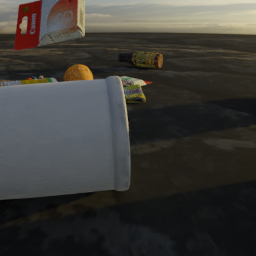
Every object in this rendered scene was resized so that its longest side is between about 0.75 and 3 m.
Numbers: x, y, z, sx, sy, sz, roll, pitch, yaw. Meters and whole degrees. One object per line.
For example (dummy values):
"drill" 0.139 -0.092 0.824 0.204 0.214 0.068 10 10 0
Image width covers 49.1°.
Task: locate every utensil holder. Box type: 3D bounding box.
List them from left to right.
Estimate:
"utensil holder" -1.246 0.163 4.767 2.337 1.986 1.986 -4 23 -7

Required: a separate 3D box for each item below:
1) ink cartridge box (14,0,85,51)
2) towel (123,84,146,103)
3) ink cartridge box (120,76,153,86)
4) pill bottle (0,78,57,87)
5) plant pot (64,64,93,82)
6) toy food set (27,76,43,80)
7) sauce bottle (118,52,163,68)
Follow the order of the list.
"ink cartridge box" -2.449 -3.433 8.403 2.324 1.885 0.583 -7 -21 10
"towel" -0.143 -1.317 10.588 1.489 0.236 2.074 -1 23 -1
"ink cartridge box" 0.316 -2.119 12.457 1.023 0.318 1.271 21 32 40
"pill bottle" -3.017 -0.622 7.546 2.274 1.263 1.263 -10 25 -23
"plant pot" -1.766 -1.691 10.575 1.095 1.095 1.003 -10 39 -23
"toy food set" -3.298 -1.752 11.118 1.395 0.628 0.666 -9 24 -20
"sauce bottle" 0.672 -3.983 16.268 2.663 0.879 0.879 9 24 26
